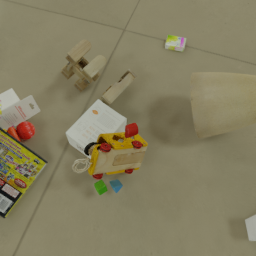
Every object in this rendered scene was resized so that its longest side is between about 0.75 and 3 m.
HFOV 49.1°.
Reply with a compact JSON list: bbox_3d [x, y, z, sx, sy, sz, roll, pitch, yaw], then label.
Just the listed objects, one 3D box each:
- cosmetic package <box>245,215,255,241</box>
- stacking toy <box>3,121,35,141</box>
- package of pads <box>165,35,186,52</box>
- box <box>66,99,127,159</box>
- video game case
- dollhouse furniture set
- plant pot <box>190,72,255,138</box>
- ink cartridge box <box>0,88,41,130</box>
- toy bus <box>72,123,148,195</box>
[{"bbox_3d":[5.178,3.292,9.289,2.111,1.071,0.752,-1,63,-2],"label":"cosmetic package"},{"bbox_3d":[-4.877,0.516,10.771,2.645,1.129,1.129,-24,65,-17],"label":"stacking toy"},{"bbox_3d":[2.276,-4.051,13.433,0.925,0.316,0.715,13,62,7],"label":"package of pads"},{"bbox_3d":[-1.184,0.129,10.888,1.461,1.020,1.919,35,67,15],"label":"box"},{"bbox_3d":[-4.703,1.419,9.979,2.689,0.343,2.430,39,67,-12],"label":"video game case"},{"bbox_3d":[-1.225,-2.340,11.563,2.569,2.252,1.707,45,71,-8],"label":"dollhouse furniture set"},{"bbox_3d":[3.817,-0.954,10.119,2.661,2.493,2.493,-5,61,21],"label":"plant pot"},{"bbox_3d":[-4.829,-0.655,11.137,2.302,1.325,0.781,-32,67,-15],"label":"ink cartridge box"},{"bbox_3d":[-0.624,0.802,9.490,2.373,2.515,1.300,-39,46,-7],"label":"toy bus"}]
